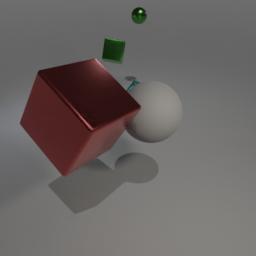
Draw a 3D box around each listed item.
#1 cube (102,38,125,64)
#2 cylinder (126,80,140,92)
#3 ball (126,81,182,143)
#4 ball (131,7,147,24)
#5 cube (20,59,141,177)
[{"bbox_3d":[-0.492,-2.661,9.743,0.700,0.700,0.700,9,5,-2],"label":"cube"},{"bbox_3d":[0.259,-1.172,9.753,0.700,0.700,0.700,32,26,-18],"label":"cylinder"},{"bbox_3d":[0.518,-0.359,6.334,1.400,1.400,1.400,0,30,0],"label":"ball"},{"bbox_3d":[0.488,-4.954,12.361,0.700,0.700,0.700,0,30,0],"label":"ball"},{"bbox_3d":[-0.903,-0.238,5.266,1.400,1.400,1.400,47,40,12],"label":"cube"}]
